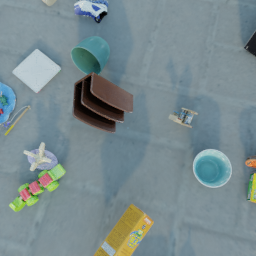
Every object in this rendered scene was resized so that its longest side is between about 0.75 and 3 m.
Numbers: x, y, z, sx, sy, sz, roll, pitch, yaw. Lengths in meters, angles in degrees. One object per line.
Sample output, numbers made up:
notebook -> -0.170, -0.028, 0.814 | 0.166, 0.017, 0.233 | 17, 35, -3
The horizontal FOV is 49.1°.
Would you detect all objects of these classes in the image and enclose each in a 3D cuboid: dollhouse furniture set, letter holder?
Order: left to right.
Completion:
letter holder -> -0.837, -0.771, 9.811 | 1.008, 2.004, 1.424 | -22, 57, 38
dollhouse furniture set -> 2.081, -0.445, 10.453 | 0.605, 0.863, 0.608 | 24, 93, 42

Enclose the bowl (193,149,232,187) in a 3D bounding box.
bowl -> 2.957, 1.497, 10.125 | 1.350, 0.706, 1.350 | 0, 73, 1

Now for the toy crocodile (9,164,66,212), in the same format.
toy crocodile -> -3.202, 2.097, 9.963 | 2.198, 0.679, 0.742 | -36, 77, -10

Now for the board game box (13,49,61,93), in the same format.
board game box -> -3.739, -2.343, 11.533 | 1.432, 0.185, 1.431 | 39, 77, 10

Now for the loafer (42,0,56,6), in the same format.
loafer -> -3.170, -6.246, 12.492 | 0.555, 0.635, 1.767 | 38, 80, 17

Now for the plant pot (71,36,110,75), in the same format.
plant pot -> -1.374, -2.957, 11.155 | 1.397, 1.397, 1.121 | 29, 60, 8

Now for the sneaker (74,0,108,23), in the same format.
sneaker -> -1.551, -5.012, 12.101 | 1.519, 0.614, 0.877 | -8, 72, -4

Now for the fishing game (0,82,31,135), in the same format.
fishing game -> -5.491, -0.972, 11.013 | 2.880, 0.448, 2.062 | 37, 74, 10

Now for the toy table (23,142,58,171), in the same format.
toy table -> -3.208, 1.096, 10.267 | 1.147, 0.672, 1.055 | 7, 73, 3

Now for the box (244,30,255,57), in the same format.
box -> 6.498, -3.619, 11.242 | 2.353, 1.450, 2.334 | 42, 78, 11

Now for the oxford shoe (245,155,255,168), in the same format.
oxford shoe -> 5.173, 1.037, 10.372 | 1.861, 0.663, 0.678 | -4, 59, -9

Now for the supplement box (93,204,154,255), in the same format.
supplement box -> -0.156, 3.552, 8.859 | 0.749, 0.724, 2.176 | 20, 68, 46

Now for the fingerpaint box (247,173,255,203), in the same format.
fingerpaint box -> 4.810, 2.230, 10.083 | 0.837, 0.368, 1.004 | 14, 75, 5
